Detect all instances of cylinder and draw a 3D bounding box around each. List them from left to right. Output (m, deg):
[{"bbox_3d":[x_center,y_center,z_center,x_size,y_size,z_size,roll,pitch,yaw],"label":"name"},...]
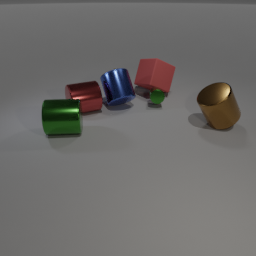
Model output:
[{"bbox_3d":[-2.557,-0.444,11.067,1.400,1.400,1.400,-2,28,-5],"label":"cylinder"},{"bbox_3d":[-2.052,-1.395,12.910,1.400,1.400,1.400,-12,30,-21],"label":"cylinder"},{"bbox_3d":[-0.484,-1.937,13.424,1.400,1.400,1.400,-16,-7,-2],"label":"cylinder"},{"bbox_3d":[1.393,-1.579,13.570,0.700,0.700,0.700,0,18,-1],"label":"cylinder"},{"bbox_3d":[3.708,-0.897,11.435,1.400,1.400,1.400,-24,36,19],"label":"cylinder"}]

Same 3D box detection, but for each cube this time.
[{"bbox_3d":[1.405,-2.772,14.797,1.400,1.400,1.400,13,2,-37],"label":"cube"}]
